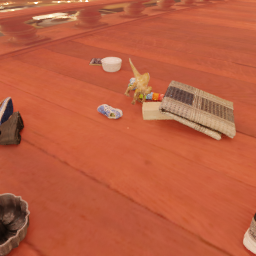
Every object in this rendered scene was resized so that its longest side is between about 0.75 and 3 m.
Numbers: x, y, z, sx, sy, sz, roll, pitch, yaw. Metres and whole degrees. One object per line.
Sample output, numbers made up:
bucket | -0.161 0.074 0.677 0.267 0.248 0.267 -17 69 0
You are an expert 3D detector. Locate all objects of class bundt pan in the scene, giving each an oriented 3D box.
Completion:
bundt pan | -2.805 2.112 5.915 1.509 0.566 1.509 0 34 0

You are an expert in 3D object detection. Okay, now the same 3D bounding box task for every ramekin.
ramekin | -0.838 -3.230 14.297 1.032 0.481 1.032 0 33 0

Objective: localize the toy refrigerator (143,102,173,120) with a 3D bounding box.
toy refrigerator | 1.236 -0.616 10.259 1.373 0.480 0.521 -2 40 -1

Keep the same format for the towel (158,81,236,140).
towel | 2.537 -0.691 10.036 2.665 0.460 2.566 22 34 5

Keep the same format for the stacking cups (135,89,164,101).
stacking cups | 0.915 -1.328 11.511 1.230 0.372 0.372 11 34 9

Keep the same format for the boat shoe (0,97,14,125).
boat shoe | -4.595 -0.552 9.972 0.667 0.666 1.844 -4 33 -3

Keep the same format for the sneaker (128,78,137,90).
sneaker | 0.172 -1.974 12.482 0.556 0.339 0.852 -15 35 -24

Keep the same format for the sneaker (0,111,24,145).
sneaker | -3.906 -0.031 9.237 0.766 0.641 1.688 -11 32 -5

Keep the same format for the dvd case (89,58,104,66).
dvd case | -1.415 -3.587 15.206 1.240 0.099 0.922 2 33 4

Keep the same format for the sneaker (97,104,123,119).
sneaker | -0.710 -0.596 10.292 1.009 0.382 0.389 14 32 23

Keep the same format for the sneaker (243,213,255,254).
sneaker | 3.432 1.812 5.965 2.294 1.003 0.846 -18 37 -26

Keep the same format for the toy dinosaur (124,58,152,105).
toy dinosaur | 0.446 -1.675 10.977 0.716 1.245 2.462 14 32 -29
